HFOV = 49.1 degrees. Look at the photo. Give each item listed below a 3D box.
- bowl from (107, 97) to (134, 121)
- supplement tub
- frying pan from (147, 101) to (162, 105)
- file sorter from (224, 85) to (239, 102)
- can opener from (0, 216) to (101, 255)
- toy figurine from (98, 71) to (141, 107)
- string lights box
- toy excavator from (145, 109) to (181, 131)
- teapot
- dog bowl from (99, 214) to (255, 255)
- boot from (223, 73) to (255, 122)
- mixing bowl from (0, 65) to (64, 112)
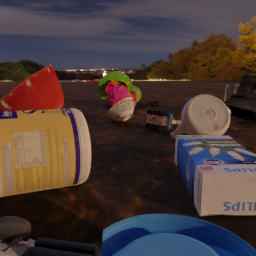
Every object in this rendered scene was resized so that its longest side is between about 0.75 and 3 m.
[{"bbox_3d":[-0.141,-0.553,9.679,1.047,0.491,1.047,-34,-13,-9],"label":"bowl"},{"bbox_3d":[-1.444,0.331,4.002,1.617,1.176,1.176,-4,12,-24],"label":"supplement tub"},{"bbox_3d":[1.412,-1.248,14.268,0.830,0.223,1.372,-1,13,-3],"label":"frying pan"},{"bbox_3d":[5.089,-1.252,11.917,1.868,1.163,1.296,2,11,13],"label":"file sorter"},{"bbox_3d":[-0.797,1.043,2.536,1.089,0.364,0.291,2,12,12],"label":"can opener"},{"bbox_3d":[-0.247,-1.526,13.604,2.335,1.753,2.149,22,20,-18],"label":"toy figurine"},{"bbox_3d":[1.340,0.598,4.189,0.993,0.570,1.933,0,11,0],"label":"string lights box"},{"bbox_3d":[1.262,-0.212,8.476,1.150,0.591,1.183,11,7,40],"label":"toy excavator"},{"bbox_3d":[1.918,-0.179,7.150,1.274,1.257,0.930,22,-25,5],"label":"teapot"},{"bbox_3d":[-0.011,1.166,1.549,1.174,0.522,2.107,10,15,40],"label":"dog bowl"},{"bbox_3d":[4.941,-0.953,10.022,2.770,0.959,2.412,14,45,29],"label":"boot"},{"bbox_3d":[-2.664,-0.684,8.064,2.167,1.174,2.167,-36,14,10],"label":"mixing bowl"}]
